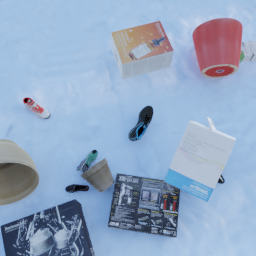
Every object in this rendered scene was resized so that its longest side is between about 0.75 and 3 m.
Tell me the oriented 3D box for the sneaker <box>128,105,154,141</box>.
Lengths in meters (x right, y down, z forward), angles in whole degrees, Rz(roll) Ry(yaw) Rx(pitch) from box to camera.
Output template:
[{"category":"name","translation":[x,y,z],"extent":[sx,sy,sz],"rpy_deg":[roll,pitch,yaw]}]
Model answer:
[{"category":"sneaker","translation":[0.609,-0.162,10.529],"extent":[0.565,0.632,1.542],"rpy_deg":[32,77,-18]}]

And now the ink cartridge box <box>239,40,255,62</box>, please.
[{"category":"ink cartridge box","translation":[5.112,-3.276,11.983],"extent":[1.095,0.462,0.800],"rpy_deg":[-4,68,-2]}]

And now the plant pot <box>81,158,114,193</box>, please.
[{"category":"plant pot","translation":[-0.977,1.700,9.758],"extent":[1.048,1.048,0.909],"rpy_deg":[-35,90,-13]}]

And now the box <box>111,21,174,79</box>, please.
[{"category":"box","translation":[0.547,-3.222,11.593],"extent":[2.160,1.148,1.644],"rpy_deg":[-17,69,-7]}]

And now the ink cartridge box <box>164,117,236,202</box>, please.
[{"category":"ink cartridge box","translation":[2.436,0.864,9.118],"extent":[1.490,1.529,2.379],"rpy_deg":[25,100,18]}]

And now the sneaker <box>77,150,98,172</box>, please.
[{"category":"sneaker","translation":[-1.520,1.165,10.253],"extent":[0.439,0.373,1.004],"rpy_deg":[-1,42,40]}]

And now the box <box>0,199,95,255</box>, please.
[{"category":"box","translation":[-2.381,3.723,8.697],"extent":[2.409,1.254,2.193],"rpy_deg":[-19,68,-8]}]

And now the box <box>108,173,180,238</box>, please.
[{"category":"box","translation":[0.568,2.612,9.521],"extent":[2.287,0.569,1.803],"rpy_deg":[7,68,3]}]

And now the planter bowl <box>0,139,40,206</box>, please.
[{"category":"planter bowl","translation":[-4.228,1.326,9.331],"extent":[2.235,2.235,1.504],"rpy_deg":[-22,50,-9]}]

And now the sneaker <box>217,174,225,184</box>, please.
[{"category":"sneaker","translation":[3.122,1.379,10.097],"extent":[0.567,0.491,1.296],"rpy_deg":[-32,71,-18]}]

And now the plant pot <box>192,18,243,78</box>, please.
[{"category":"plant pot","translation":[3.610,-3.067,11.221],"extent":[2.005,2.005,1.774],"rpy_deg":[-1,79,0]}]

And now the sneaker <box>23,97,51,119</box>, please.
[{"category":"sneaker","translation":[-3.583,-0.785,10.885],"extent":[1.152,0.617,0.385],"rpy_deg":[30,71,12]}]

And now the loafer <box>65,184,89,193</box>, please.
[{"category":"loafer","translation":[-1.808,2.109,9.895],"extent":[0.848,0.267,0.305],"rpy_deg":[-2,68,-1]}]
